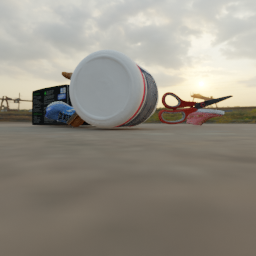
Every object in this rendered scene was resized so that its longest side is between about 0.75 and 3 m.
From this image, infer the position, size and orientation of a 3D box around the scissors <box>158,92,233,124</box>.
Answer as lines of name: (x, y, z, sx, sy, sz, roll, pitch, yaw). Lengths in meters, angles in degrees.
scissors: (2.403, -0.671, 9.694, 2.961, 1.083, 0.206, -1, -2, -19)

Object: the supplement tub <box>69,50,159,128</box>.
supplement tub: (-0.163, -0.739, 6.015, 1.463, 1.463, 2.085, 0, 1, 18)

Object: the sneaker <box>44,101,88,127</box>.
sneaker: (-1.607, -0.351, 7.635, 1.343, 0.528, 0.599, 3, 28, -38)

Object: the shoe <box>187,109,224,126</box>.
shoe: (3.147, -0.424, 11.505, 1.535, 0.698, 0.548, 7, 4, 31)

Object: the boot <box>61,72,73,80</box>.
boot: (-1.739, -1.612, 9.260, 0.663, 0.328, 0.854, 19, 2, 30)

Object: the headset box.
headset box: (-1.645, -0.705, 10.044, 2.711, 1.258, 2.360, 0, 0, -44)

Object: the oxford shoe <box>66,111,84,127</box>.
oxford shoe: (-0.609, -0.613, 7.548, 2.378, 0.847, 0.848, -39, 5, -35)
